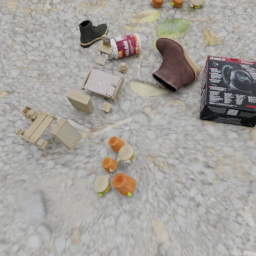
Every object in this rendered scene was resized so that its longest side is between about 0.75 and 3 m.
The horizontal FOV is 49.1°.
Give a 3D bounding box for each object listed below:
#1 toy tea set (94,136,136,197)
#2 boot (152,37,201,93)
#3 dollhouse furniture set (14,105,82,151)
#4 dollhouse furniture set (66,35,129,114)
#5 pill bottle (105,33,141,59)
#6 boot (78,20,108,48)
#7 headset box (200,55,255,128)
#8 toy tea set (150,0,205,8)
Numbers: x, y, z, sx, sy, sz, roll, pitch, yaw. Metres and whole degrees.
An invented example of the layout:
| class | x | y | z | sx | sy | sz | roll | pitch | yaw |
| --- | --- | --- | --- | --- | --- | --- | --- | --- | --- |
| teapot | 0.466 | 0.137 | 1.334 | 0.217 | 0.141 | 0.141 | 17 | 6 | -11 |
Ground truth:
| class | x | y | z | sx | sy | sz | roll | pitch | yaw |
| --- | --- | --- | --- | --- | --- | --- | --- | --- | --- |
| toy tea set | -0.207 | 1.094 | 7.876 | 1.104 | 0.687 | 1.856 | -5 | 56 | 32 |
| boot | 1.371 | -2.218 | 9.570 | 2.081 | 0.753 | 1.731 | 44 | 53 | 14 |
| dollhouse furniture set | -2.411 | 0.119 | 8.033 | 1.889 | 0.836 | 0.979 | 19 | 67 | 36 |
| dollhouse furniture set | -0.804 | -1.621 | 8.802 | 1.209 | 1.033 | 2.332 | 22 | 78 | 6 |
| pill bottle | -0.213 | -2.943 | 10.183 | 1.279 | 0.730 | 0.730 | -16 | 59 | -8 |
| boot | -1.274 | -3.790 | 10.566 | 0.553 | 0.987 | 1.427 | 29 | 62 | 17 |
| headset box | 3.317 | -1.318 | 9.076 | 1.740 | 0.903 | 2.338 | 8 | 58 | 5 |
| toy tea set | 2.069 | -5.724 | 12.052 | 2.344 | 0.867 | 1.394 | -2 | 88 | -5 |
